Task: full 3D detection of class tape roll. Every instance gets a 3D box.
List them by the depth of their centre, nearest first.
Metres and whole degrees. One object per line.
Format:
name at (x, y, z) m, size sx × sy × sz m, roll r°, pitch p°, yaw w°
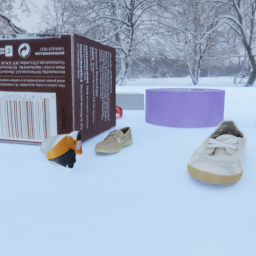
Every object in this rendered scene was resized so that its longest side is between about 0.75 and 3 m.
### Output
tape roll at (1.922, -0.778, 9.651) m, size 2.678 × 1.138 × 2.678 m, roll 1°, pitch 10°, yaw 0°

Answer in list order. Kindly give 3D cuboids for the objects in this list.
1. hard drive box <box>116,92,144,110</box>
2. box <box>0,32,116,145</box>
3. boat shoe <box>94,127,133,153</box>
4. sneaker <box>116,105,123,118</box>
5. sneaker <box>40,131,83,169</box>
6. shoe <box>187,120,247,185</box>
hard drive box at (-0.373, -1.324, 13.517) m, size 2.084 × 0.800 × 1.624 m, roll -1°, pitch 10°, yaw -7°
box at (-1.892, -1.050, 7.474) m, size 2.469 × 2.444 × 2.976 m, roll 3°, pitch 11°, yaw 15°
boat shoe at (-0.308, 0.240, 6.018) m, size 0.473 × 0.428 × 1.327 m, roll 5°, pitch 11°, yaw 24°
sneaker at (-0.548, -0.672, 10.897) m, size 0.668 × 0.606 × 1.573 m, roll 2°, pitch 20°, yaw -15°
sneaker at (-1.288, 0.413, 5.017) m, size 0.715 × 0.588 × 1.554 m, roll -7°, pitch 3°, yaw 2°
shoe at (1.599, 0.331, 4.871) m, size 0.862 × 0.658 × 2.466 m, roll 5°, pitch 11°, yaw 25°
